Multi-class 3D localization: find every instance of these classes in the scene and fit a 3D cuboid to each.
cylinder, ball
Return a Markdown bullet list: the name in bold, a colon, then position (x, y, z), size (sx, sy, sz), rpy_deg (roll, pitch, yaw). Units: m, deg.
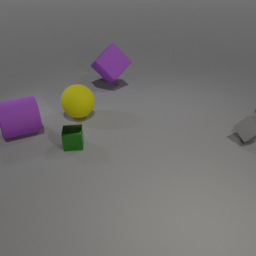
- **cylinder**: position (-4.153, -0.411, 10.630), size (1.400, 1.400, 1.400), rpy_deg (-14, 31, -25)
- **ball**: position (-2.122, -1.132, 11.847), size (1.400, 1.400, 1.400), rpy_deg (0, 28, 0)

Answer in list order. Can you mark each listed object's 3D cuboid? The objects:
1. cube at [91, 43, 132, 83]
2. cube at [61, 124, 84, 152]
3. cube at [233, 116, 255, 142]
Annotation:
- **cube**: position (-0.924, -3.425, 14.947), size (1.400, 1.400, 1.400), rpy_deg (-49, 16, -10)
- **cube**: position (-1.963, 0.344, 9.997), size (0.700, 0.700, 0.700), rpy_deg (-4, 29, -5)
- **cube**: position (4.385, 0.030, 10.119), size (0.700, 0.700, 0.700), rpy_deg (-2, 56, -52)
